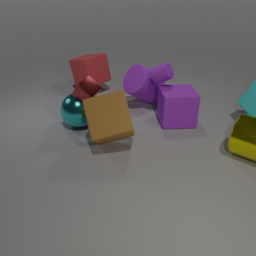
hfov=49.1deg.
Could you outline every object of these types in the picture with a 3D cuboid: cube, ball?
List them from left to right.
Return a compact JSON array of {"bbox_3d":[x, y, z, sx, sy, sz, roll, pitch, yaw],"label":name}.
[{"bbox_3d":[-1.980,-0.714,11.142,1.400,1.400,1.400,0,29,0],"label":"ball"},{"bbox_3d":[-1.528,-1.371,10.416,0.700,0.700,0.700,42,52,-5],"label":"cube"},{"bbox_3d":[-1.926,-2.982,14.398,1.400,1.400,1.400,11,31,43],"label":"cube"},{"bbox_3d":[-0.621,-0.320,9.623,1.400,1.400,1.400,-15,-9,1],"label":"cube"},{"bbox_3d":[2.016,-0.896,11.478,1.400,1.400,1.400,-2,29,-4],"label":"cube"},{"bbox_3d":[5.527,-0.991,10.998,1.400,1.400,1.400,19,29,-22],"label":"cube"}]

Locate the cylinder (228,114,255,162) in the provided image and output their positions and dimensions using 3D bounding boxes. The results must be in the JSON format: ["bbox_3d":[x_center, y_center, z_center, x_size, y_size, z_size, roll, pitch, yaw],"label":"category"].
[{"bbox_3d":[4.231,0.378,9.145,1.400,1.400,1.400,22,36,35],"label":"cylinder"}]

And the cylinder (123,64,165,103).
[{"bbox_3d":[0.730,-1.993,12.774,1.400,1.400,1.400,20,10,-43],"label":"cylinder"}]

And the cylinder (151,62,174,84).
[{"bbox_3d":[1.397,-2.224,11.386,0.700,0.700,0.700,-17,17,34],"label":"cylinder"}]
